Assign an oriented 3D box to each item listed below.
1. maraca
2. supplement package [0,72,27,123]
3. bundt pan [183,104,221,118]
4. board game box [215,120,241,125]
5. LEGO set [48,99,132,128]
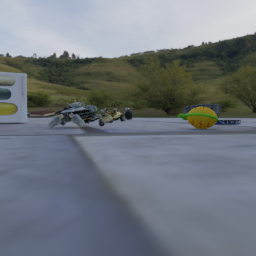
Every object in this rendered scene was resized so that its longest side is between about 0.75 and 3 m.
[{"bbox_3d":[1.701,-0.245,6.827,0.995,0.532,0.682,3,-15,44],"label":"maraca"},{"bbox_3d":[-5.705,-1.224,11.637,2.697,2.047,2.032,-1,3,-25],"label":"supplement package"},{"bbox_3d":[3.818,-0.734,14.382,1.917,0.719,1.917,-2,-6,0],"label":"bundt pan"},{"bbox_3d":[3.604,-0.222,10.465,0.997,0.173,0.676,1,3,38],"label":"board game box"},{"bbox_3d":[-1.091,-0.462,7.373,2.655,0.752,1.724,-6,8,30],"label":"LEGO set"}]
